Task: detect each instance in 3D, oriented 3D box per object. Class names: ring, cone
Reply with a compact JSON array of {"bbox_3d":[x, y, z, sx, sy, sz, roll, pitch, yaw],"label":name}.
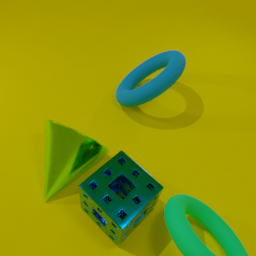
[{"bbox_3d":[0.561,-1.316,7.376,2.088,0.418,2.088,-30,26,16],"label":"ring"},{"bbox_3d":[-1.400,0.840,5.908,1.520,1.520,1.526,21,78,18],"label":"cone"},{"bbox_3d":[1.316,1.810,4.643,1.730,0.346,1.730,34,19,-13],"label":"ring"}]

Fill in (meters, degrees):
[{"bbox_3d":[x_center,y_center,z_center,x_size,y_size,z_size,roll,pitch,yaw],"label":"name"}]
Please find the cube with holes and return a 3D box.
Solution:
[{"bbox_3d":[-0.155,1.300,5.188,1.040,1.040,1.040,40,59,21],"label":"cube with holes"}]
